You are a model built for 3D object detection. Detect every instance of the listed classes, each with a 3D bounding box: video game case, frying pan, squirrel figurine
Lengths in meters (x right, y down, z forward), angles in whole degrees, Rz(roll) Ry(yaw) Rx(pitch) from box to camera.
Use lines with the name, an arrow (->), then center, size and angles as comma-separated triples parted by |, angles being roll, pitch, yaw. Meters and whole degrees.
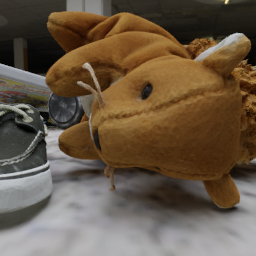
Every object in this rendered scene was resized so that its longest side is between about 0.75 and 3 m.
video game case -> -2.610, -0.887, 7.256 | 2.704, 0.309, 2.460 | 13, -14, -37
frying pan -> -0.874, -0.577, 4.649 | 0.844, 1.395, 0.227 | 45, 19, 18
squirrel figurine -> 0.529, -0.362, 2.957 | 2.668, 1.888, 2.490 | -5, 15, -17

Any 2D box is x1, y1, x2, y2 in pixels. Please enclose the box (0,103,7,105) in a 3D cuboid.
box -> -4.856, -0.618, 9.601 | 1.834, 0.627, 0.754 | -6, 9, -40

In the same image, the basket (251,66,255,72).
basket -> 2.656, -0.468, 7.698 | 2.528, 1.883, 1.804 | 3, 40, 26

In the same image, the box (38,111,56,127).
box -> -2.769, -0.237, 7.476 | 1.287, 0.372, 1.619 | -6, 9, -42

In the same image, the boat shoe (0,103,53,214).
boat shoe -> -1.217, 0.140, 2.770 | 0.836, 0.753, 2.364 | -2, 7, -18
